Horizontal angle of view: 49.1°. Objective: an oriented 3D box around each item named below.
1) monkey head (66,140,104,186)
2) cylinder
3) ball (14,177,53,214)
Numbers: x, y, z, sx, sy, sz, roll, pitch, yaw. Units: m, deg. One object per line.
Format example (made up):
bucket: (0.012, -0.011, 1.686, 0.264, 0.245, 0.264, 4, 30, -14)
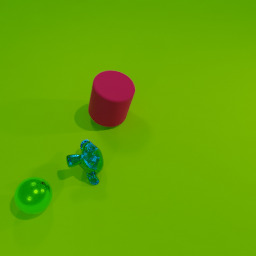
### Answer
monkey head: (-1.024, 0.778, 6.718, 0.868, 0.727, 1.207, -12, 69, -13)
cylinder: (-0.468, -0.793, 7.672, 1.128, 1.128, 1.128, 8, 53, -10)
ball: (-2.071, 1.479, 6.155, 0.804, 0.804, 0.804, 0, 50, 0)
